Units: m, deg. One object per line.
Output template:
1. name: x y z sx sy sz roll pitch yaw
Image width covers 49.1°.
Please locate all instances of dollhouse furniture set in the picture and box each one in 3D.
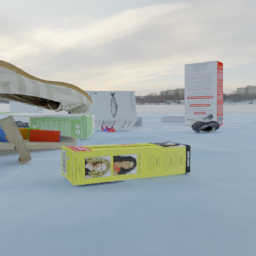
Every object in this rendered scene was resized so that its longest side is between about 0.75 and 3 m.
1. dollhouse furniture set: -1.913 0.313 3.779 0.985 0.654 0.863 -25 12 -19

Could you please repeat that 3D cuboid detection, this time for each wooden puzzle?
1. wooden puzzle: -2.207 0.175 5.444 1.718 0.429 1.855 4 5 43

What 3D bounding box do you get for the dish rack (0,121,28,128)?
1. dish rack: -4.132 -0.076 9.655 1.291 0.352 0.990 -7 8 -28

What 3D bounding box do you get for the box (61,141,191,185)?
1. box: -0.002 0.360 3.136 1.391 0.349 0.524 -2 4 -24

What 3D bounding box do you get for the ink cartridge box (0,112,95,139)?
1. ink cartridge box: -2.433 -0.110 7.856 2.851 0.684 2.075 -1 4 -2

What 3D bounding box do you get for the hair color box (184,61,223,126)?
1. hair color box: 3.559 -1.569 13.170 1.616 2.913 0.931 3 5 37

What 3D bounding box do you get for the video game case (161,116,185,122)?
1. video game case: 3.825 -0.560 17.981 2.883 0.317 2.628 2 4 20

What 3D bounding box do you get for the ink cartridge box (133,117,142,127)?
1. ink cartridge box: -0.369 -0.297 12.374 1.027 0.475 1.885 -3 5 -38

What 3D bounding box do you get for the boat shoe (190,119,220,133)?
1. boat shoe: 2.629 0.021 9.281 1.369 0.497 0.429 4 43 -38

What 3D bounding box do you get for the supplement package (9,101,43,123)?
1. supplement package: -5.185 -0.832 14.441 1.296 1.287 1.708 0 4 -5

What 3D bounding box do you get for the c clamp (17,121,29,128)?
1. c clamp: -3.649 -0.105 10.829 1.960 0.311 2.294 -3 5 -34

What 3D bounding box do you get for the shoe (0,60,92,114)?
1. shoe: -2.101 -0.760 6.910 2.845 0.759 0.995 18 -30 -41

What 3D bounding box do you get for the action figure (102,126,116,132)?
1. action figure: -0.644 0.030 9.617 0.289 0.229 0.884 1 5 -26

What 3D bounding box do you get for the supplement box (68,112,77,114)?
1. supplement box: -2.524 -1.249 18.474 2.381 1.600 2.384 0 4 2

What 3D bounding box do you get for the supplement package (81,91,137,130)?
1. supplement package: -0.764 -0.634 10.187 1.965 1.149 1.153 -2 -17 -11
